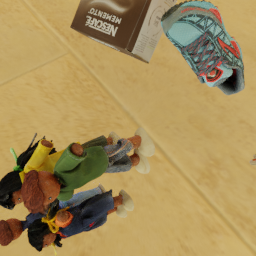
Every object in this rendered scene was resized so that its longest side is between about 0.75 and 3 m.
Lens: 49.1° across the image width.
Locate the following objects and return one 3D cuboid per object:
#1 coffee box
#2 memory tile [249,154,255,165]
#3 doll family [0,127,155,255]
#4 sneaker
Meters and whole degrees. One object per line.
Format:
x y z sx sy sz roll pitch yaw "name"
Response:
0.189 -3.167 6.137 1.679 1.170 2.936 29 101 26 "coffee box"
2.837 0.496 5.299 0.715 0.932 0.078 -30 102 -43 "memory tile"
-0.858 0.913 3.593 1.665 2.880 1.130 -19 51 -30 "doll family"
1.703 -1.496 5.646 2.603 1.032 1.243 22 52 -38 "sneaker"
